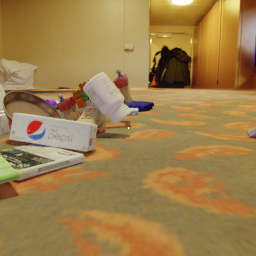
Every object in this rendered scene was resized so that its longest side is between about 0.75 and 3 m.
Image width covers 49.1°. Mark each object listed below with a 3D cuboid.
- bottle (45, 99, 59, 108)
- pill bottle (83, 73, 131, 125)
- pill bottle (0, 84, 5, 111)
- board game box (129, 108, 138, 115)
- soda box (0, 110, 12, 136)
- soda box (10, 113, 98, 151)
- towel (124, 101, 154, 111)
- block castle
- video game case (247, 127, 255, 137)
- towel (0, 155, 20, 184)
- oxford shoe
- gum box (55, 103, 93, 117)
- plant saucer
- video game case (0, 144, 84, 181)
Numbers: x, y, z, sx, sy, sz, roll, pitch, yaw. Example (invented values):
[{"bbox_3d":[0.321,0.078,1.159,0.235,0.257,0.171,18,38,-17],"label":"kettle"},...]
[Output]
[{"bbox_3d":[-4.736,-1.087,14.508,2.365,0.772,0.988,-8,12,-37],"label":"bottle"},{"bbox_3d":[-0.636,-0.924,9.061,0.898,1.571,0.898,-38,-1,0],"label":"pill bottle"},{"bbox_3d":[-5.795,-0.873,9.733,2.807,1.583,1.583,-10,7,16],"label":"pill bottle"},{"bbox_3d":[0.004,-0.876,14.786,1.069,0.259,1.414,1,10,3],"label":"board game box"},{"bbox_3d":[-4.440,-0.262,10.201,0.734,0.686,2.155,1,11,4],"label":"soda box"},{"bbox_3d":[-1.901,0.101,7.244,2.092,0.713,0.666,8,-1,8],"label":"soda box"},{"bbox_3d":[0.425,-1.271,16.611,1.954,0.484,1.443,7,19,33],"label":"towel"},{"bbox_3d":[-1.306,-1.308,11.316,2.936,1.377,1.962,-21,12,4],"label":"block castle"},{"bbox_3d":[5.007,-0.312,8.370,1.671,0.208,2.335,-4,-22,-24],"label":"video game case"},{"bbox_3d":[-2.873,0.901,4.545,1.853,0.284,1.382,-13,18,-33],"label":"towel"},{"bbox_3d":[-1.369,-0.240,9.149,0.903,0.942,2.551,9,14,9],"label":"oxford shoe"},{"bbox_3d":[-2.250,-0.949,14.354,2.142,0.562,2.521,1,10,5],"label":"gum box"},{"bbox_3d":[-2.966,-0.355,8.767,2.041,0.352,2.041,34,24,-18],"label":"plant saucer"},{"bbox_3d":[-2.195,0.688,6.243,1.813,0.212,1.648,8,12,38],"label":"video game case"}]
